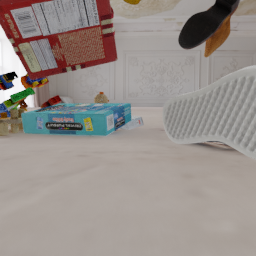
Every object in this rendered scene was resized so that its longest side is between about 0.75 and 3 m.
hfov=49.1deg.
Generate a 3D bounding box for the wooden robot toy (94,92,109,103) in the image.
[{"bbox_3d":[-0.754,-0.686,9.172,0.964,0.992,2.187,-1,6,-6],"label":"wooden robot toy"}]

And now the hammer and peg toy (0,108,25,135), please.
[{"bbox_3d":[-2.777,-0.157,5.910,1.057,0.507,1.437,-1,5,-9],"label":"hammer and peg toy"}]

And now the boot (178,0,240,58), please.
[{"bbox_3d":[2.845,-3.357,10.138,0.957,2.632,2.796,37,-3,15],"label":"boot"}]

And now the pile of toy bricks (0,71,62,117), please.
[{"bbox_3d":[-3.494,-0.659,8.300,1.476,1.659,2.990,-29,6,31],"label":"pile of toy bricks"}]

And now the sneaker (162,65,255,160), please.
[{"bbox_3d":[1.537,-0.215,3.504,1.056,1.043,2.659,-8,6,-23],"label":"sneaker"}]

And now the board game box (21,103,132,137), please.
[{"bbox_3d":[-1.039,-0.221,6.030,1.876,0.440,1.416,1,13,21],"label":"board game box"}]

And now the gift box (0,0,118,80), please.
[{"bbox_3d":[-1.783,-2.909,6.203,2.708,2.529,2.499,-10,-32,-7],"label":"gift box"}]

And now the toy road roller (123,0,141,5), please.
[{"bbox_3d":[0.586,-3.113,5.315,1.178,0.992,1.614,16,-28,-14],"label":"toy road roller"}]

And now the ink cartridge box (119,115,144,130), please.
[{"bbox_3d":[-0.279,-0.042,6.810,1.085,0.272,0.880,-21,13,-18],"label":"ink cartridge box"}]
